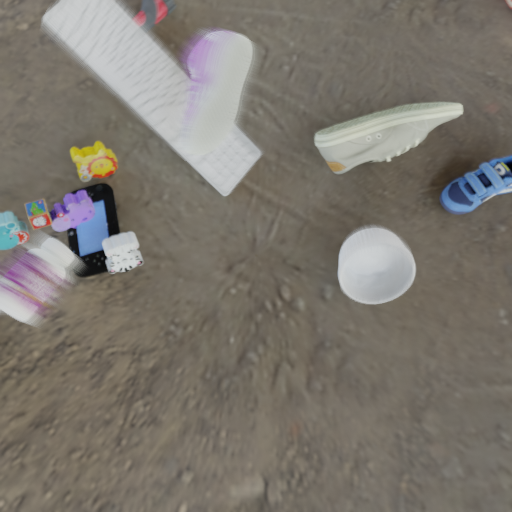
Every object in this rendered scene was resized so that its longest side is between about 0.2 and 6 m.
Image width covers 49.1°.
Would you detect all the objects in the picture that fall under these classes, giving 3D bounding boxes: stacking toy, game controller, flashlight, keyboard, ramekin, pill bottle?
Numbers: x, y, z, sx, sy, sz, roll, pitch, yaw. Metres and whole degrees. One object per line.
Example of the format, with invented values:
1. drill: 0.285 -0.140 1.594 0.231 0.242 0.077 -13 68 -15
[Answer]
1. stacking toy: -3.362 -0.500 8.552 2.955 0.694 2.228 -17 58 -15
2. game controller: -2.615 -0.421 8.998 0.837 0.338 1.604 -12 65 -6
3. flashlight: -2.310 -4.477 10.700 0.589 0.591 1.739 37 70 14
4. keyboard: -1.545 -2.635 9.004 3.831 0.204 1.078 43 64 -17
5. ramekin: 1.754 0.112 8.346 1.111 1.111 0.583 1 34 0
6. pill bottle: -2.682 0.263 6.780 0.551 0.551 0.981 27 61 12

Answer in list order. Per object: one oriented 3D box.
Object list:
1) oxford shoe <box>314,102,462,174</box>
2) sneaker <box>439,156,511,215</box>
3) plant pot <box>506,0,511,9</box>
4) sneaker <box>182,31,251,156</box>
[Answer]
1. oxford shoe: 2.280 -2.054 9.536 2.789 1.049 0.805 -21 108 -17
2. sneaker: 3.756 -1.222 9.183 1.619 0.666 0.599 -25 70 -9
3. plant pot: 5.609 -5.356 10.625 1.418 1.557 1.557 -28 68 -2
4. sneaker: -0.727 -2.397 8.206 1.014 0.645 1.779 36 105 45
